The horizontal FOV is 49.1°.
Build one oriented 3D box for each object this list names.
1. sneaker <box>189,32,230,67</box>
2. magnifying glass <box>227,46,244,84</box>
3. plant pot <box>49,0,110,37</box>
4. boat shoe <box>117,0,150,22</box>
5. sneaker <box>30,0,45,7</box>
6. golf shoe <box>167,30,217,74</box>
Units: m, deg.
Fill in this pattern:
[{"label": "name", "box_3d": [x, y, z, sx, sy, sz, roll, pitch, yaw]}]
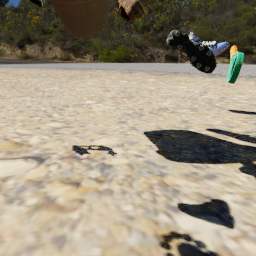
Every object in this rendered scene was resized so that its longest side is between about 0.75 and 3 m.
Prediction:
[{"label": "sneaker", "box_3d": [2.718, -3.039, 10.144, 1.565, 1.146, 0.630, -24, 12, 33]}, {"label": "magnifying glass", "box_3d": [2.800, -1.769, 7.362, 0.216, 0.767, 1.928, 17, 36, 10]}, {"label": "plant pot", "box_3d": [-1.223, -3.508, 7.408, 2.090, 1.822, 2.090, -2, 59, 4]}, {"label": "boat shoe", "box_3d": [-0.016, -2.419, 5.662, 0.443, 0.472, 1.312, -41, 29, 3]}, {"label": "sneaker", "box_3d": [-1.466, -2.352, 4.557, 0.370, 0.564, 0.980, 26, 29, -37]}, {"label": "golf shoe", "box_3d": [1.140, -1.358, 4.951, 1.015, 0.392, 0.447, 39, 14, -4]}]
